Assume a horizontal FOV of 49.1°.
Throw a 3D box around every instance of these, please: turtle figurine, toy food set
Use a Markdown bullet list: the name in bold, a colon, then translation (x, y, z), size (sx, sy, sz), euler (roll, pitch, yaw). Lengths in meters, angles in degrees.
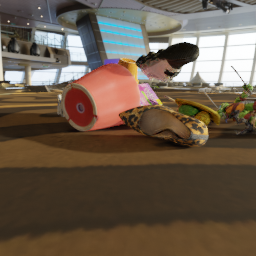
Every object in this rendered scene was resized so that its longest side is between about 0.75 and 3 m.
- **turtle figurine**: translation (4.131, -0.941, 10.463), size (1.625, 2.258, 2.190), euler (-21, 27, -25)
- **toy food set**: translation (2.429, -0.463, 11.001), size (1.512, 0.839, 2.570), euler (28, -1, -29)

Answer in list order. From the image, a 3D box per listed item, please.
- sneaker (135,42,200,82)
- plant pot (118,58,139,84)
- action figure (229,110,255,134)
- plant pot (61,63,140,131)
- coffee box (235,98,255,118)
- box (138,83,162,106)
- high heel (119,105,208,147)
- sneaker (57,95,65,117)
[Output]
- **sneaker**: translation (1.702, -2.441, 10.902), size (2.949, 1.305, 1.093), euler (5, 50, 52)
- **plant pot**: translation (-0.086, -2.478, 12.656), size (1.308, 1.198, 1.308), euler (11, 26, -6)
- **action figure**: translation (3.686, -0.112, 9.084), size (0.534, 1.047, 0.622), euler (-36, 16, 33)
- **plant pot**: translation (-1.048, -0.982, 9.992), size (2.360, 2.360, 2.088), euler (7, 22, 35)
- **coffee box**: translation (5.511, -0.777, 11.894), size (1.778, 1.017, 0.709), euler (2, 9, 7)
- **box**: translation (0.550, -1.203, 12.045), size (1.401, 1.232, 0.677), euler (-13, -26, -45)
- **high heel**: translation (0.823, -0.143, 7.795), size (2.816, 1.005, 2.007), euler (12, 6, 16)
- **sneaker**: translation (-2.837, -1.071, 14.381), size (1.391, 0.973, 2.408), euler (0, 15, -23)
